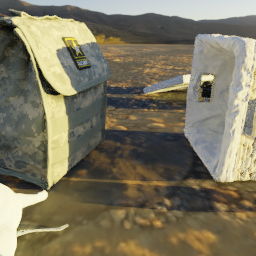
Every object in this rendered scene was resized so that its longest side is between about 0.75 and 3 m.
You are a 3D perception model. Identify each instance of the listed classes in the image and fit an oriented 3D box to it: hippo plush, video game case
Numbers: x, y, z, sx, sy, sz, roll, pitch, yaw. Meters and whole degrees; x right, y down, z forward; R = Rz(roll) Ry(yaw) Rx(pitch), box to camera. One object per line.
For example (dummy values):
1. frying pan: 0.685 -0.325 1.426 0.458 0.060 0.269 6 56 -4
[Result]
1. hippo plush: -1.970 0.729 3.050 2.617 2.104 2.084 -12 23 -30
2. video game case: 2.351 -1.858 11.515 2.456 0.320 2.698 -11 2 -28

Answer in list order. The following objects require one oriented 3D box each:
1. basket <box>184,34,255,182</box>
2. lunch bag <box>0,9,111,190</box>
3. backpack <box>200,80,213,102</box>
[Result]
1. basket: 2.586 -0.558 5.903 2.124 2.617 2.641 2 20 -2
2. lunch bag: -1.510 -0.749 5.723 1.748 2.973 2.438 12 22 16
3. backpack: 3.385 -1.291 10.418 1.130 0.871 1.077 25 40 34
